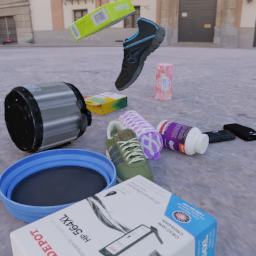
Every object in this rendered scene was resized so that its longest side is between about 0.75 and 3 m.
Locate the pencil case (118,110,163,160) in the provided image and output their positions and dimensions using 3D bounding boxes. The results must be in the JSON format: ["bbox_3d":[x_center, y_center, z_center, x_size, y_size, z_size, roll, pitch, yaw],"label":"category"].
[{"bbox_3d":[0.361,0.177,9.561,0.997,1.015,2.375,-25,25,-5],"label":"pencil case"}]

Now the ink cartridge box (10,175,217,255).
[{"bbox_3d":[-0.184,2.007,4.490,2.679,1.129,1.956,-17,27,-37],"label":"ink cartridge box"}]

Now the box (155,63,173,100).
[{"bbox_3d":[2.000,-2.558,15.456,0.892,1.885,0.967,4,21,10],"label":"box"}]

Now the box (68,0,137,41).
[{"bbox_3d":[-0.769,-3.805,9.686,1.554,0.607,2.549,-18,20,28],"label":"box"}]

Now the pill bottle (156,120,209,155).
[{"bbox_3d":[1.758,0.333,9.213,1.618,0.910,0.910,16,26,37],"label":"pill bottle"}]

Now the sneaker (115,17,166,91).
[{"bbox_3d":[0.146,-2.366,9.119,1.013,2.472,0.905,28,21,-17],"label":"sneaker"}]

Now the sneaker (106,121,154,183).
[{"bbox_3d":[-0.073,0.635,7.966,0.917,1.228,2.735,-7,22,-18],"label":"sneaker"}]

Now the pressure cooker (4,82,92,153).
[{"bbox_3d":[-2.501,-0.438,9.296,2.467,2.170,2.204,-19,-14,-45],"label":"pressure cooker"}]

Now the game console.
[{"bbox_3d":[3.736,0.211,10.473,2.224,0.268,1.312,-6,21,-19],"label":"game console"}]

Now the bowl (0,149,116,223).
[{"bbox_3d":[-1.707,1.353,7.038,2.831,0.556,2.831,0,21,0],"label":"bowl"}]

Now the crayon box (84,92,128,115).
[{"bbox_3d":[-1.255,-1.196,13.718,1.411,0.579,2.245,16,25,36],"label":"crayon box"}]

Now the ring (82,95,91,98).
[{"bbox_3d":[-2.586,-1.555,15.319,1.364,0.131,1.364,-1,22,0],"label":"ring"}]
